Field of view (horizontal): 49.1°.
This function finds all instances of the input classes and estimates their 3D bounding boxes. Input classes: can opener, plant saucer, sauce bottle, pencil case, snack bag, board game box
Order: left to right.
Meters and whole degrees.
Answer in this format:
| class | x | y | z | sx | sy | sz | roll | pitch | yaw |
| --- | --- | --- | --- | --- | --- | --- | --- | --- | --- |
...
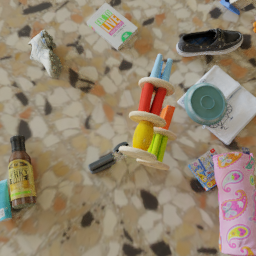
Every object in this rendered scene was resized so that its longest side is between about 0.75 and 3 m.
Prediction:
| class | x | y | z | sx | sy | sz | roll | pitch | yaw |
| --- | --- | --- | --- | --- | --- | --- | --- | --- | --- |
| sauce bottle | -3.309 | 1.315 | 8.619 | 0.715 | 0.715 | 2.209 | -14 | 71 | -5 |
| can opener | -0.576 | 0.972 | 8.956 | 1.489 | 0.392 | 0.495 | -29 | 38 | -11 |
| plant saucer | 2.617 | -0.828 | 9.311 | 1.495 | 0.205 | 1.495 | 1 | 78 | -7 |
| board game box | 2.588 | 1.301 | 8.837 | 0.986 | 0.276 | 0.965 | -32 | 74 | -10 |
| snack bag | 3.205 | -0.815 | 9.582 | 2.163 | 0.246 | 2.294 | -42 | 76 | -13 |
| pencil case | 3.036 | 2.033 | 7.710 | 1.236 | 1.236 | 2.828 | 3 | 69 | 1 |

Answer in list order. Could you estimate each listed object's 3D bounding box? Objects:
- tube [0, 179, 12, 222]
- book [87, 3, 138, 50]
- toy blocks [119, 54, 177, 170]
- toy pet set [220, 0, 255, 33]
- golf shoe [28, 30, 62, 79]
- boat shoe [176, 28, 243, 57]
| class | x | y | z | sx | sy | sz | roll | pitch | yaw |
| --- | --- | --- | --- | --- | --- | --- | --- | --- | --- |
| tube | -3.819 | 2.199 | 8.539 | 0.479 | 0.312 | 1.236 | -15 | 68 | -14 |
| book | -0.600 | -3.816 | 10.585 | 1.653 | 0.397 | 1.104 | 41 | 80 | 11 |
| toy blocks | 0.886 | -0.400 | 8.193 | 1.047 | 2.403 | 2.883 | 11 | 77 | 25 |
| toy pet set | 4.451 | -4.512 | 10.711 | 1.709 | 0.972 | 1.831 | 18 | 72 | -31 |
| golf shoe | -2.993 | -2.489 | 10.020 | 0.966 | 0.778 | 1.987 | -24 | 66 | 10 |
| boat shoe | 3.008 | -3.208 | 10.092 | 2.505 | 0.830 | 0.876 | -6 | 71 | -2 |
